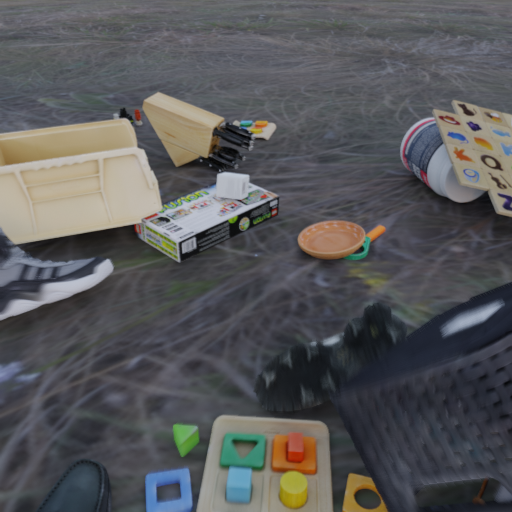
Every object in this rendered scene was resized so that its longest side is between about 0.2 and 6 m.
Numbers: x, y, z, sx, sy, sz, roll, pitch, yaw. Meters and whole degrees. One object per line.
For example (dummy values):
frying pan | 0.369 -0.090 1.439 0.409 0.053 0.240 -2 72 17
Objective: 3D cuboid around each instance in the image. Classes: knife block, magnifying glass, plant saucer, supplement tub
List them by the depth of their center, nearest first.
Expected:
plant saucer | 1.486 -0.294 11.041 1.313 0.246 1.313 -8 29 4
magnifying glass | 2.162 -0.286 11.256 0.561 0.158 1.409 25 39 34
supplement tub | 4.467 -2.271 13.175 1.456 1.456 2.075 -8 33 -12
knife block | -1.343 -3.262 14.185 2.205 2.512 0.804 -18 22 29

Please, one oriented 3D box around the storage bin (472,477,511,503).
storage bin | 2.711 2.754 5.222 1.397 1.289 1.920 21 41 33

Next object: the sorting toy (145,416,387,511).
sorting toy | 0.145 2.506 6.553 2.887 0.393 1.625 2 32 3

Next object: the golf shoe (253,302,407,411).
golf shoe | 1.069 1.557 7.804 2.244 1.060 0.872 -26 63 0

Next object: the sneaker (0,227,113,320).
sneaker | -3.714 0.131 9.154 2.530 1.440 0.955 -20 4 -25

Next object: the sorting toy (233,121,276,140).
sorting toy | -0.151 -3.820 16.813 1.302 0.237 1.205 8 33 12

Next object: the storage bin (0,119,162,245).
storage bin | -3.840 -1.704 11.716 3.235 1.527 3.259 -11 25 -12

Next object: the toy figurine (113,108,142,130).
toy figurine | -3.924 -4.118 17.074 0.763 0.531 0.751 9 39 12

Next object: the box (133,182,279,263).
box | -1.005 -0.871 11.854 2.810 0.488 1.547 -28 41 -37

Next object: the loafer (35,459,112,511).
loafer | -1.980 2.924 5.493 0.781 0.807 2.299 3 32 4

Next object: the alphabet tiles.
alphabet tiles | 5.460 -2.035 11.944 3.175 0.121 3.816 10 47 -10

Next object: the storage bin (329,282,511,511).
storage bin | 2.633 1.332 6.065 3.200 2.164 1.500 -21 81 -44

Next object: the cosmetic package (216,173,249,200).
cosmetic package | -0.498 -1.479 11.822 0.574 0.473 0.473 10 17 15
